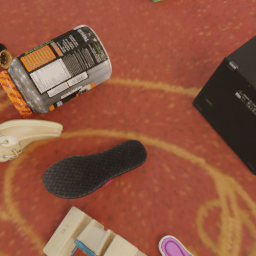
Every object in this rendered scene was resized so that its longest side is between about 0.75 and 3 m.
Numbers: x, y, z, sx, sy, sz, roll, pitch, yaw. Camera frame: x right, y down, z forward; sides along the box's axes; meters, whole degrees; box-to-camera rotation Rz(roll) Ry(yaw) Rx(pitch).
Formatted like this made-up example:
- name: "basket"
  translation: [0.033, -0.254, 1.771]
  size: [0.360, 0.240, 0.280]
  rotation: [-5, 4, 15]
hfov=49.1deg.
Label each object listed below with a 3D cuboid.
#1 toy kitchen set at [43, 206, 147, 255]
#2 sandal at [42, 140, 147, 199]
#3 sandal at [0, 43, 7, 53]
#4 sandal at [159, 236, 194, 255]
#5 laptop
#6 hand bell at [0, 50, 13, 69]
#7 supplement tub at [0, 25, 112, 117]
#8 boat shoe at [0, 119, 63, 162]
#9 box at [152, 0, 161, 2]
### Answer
- name: "toy kitchen set"
  translation: [-0.562, 2.926, 6.243]
  size: [1.981, 1.587, 1.167]
  rotation: [13, 61, 46]
- name: "sandal"
  translation: [-0.768, 1.074, 7.118]
  size: [2.729, 0.615, 1.025]
  rotation: [-17, 72, -23]
- name: "sandal"
  translation: [-4.484, -2.676, 8.792]
  size: [1.551, 0.350, 0.583]
  rotation: [32, 70, 13]
- name: "sandal"
  translation: [1.385, 3.117, 6.239]
  size: [1.683, 0.414, 0.685]
  rotation: [35, 71, 14]
- name: "laptop"
  translation: [3.547, -0.762, 6.964]
  size: [1.630, 2.812, 2.633]
  rotation: [-24, 67, -31]
- name: "hand bell"
  translation: [-4.152, -2.139, 8.580]
  size: [1.084, 0.564, 0.564]
  rotation: [9, 66, 18]
- name: "supplement tub"
  translation: [-1.939, -1.487, 7.577]
  size: [2.682, 1.643, 1.643]
  rotation: [-31, 70, -12]
- name: "boat shoe"
  translation: [-3.117, 0.400, 7.144]
  size: [2.940, 1.061, 0.955]
  rotation: [-8, 81, -5]
- name: "box"
  translation: [1.480, -5.099, 9.826]
  size: [1.685, 0.407, 0.988]
  rotation: [-21, 68, -6]
